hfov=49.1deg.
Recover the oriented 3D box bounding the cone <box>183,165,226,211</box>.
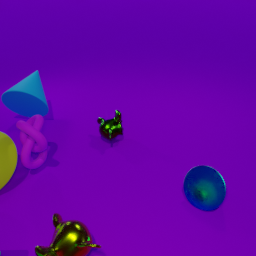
[{"bbox_3d":[1.851,1.275,6.178,0.928,0.928,0.932,25,11,36],"label":"cone"}]

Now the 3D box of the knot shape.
[{"bbox_3d":[-2.267,0.366,6.705,0.617,1.250,1.336,-7,13,-18],"label":"knot shape"}]

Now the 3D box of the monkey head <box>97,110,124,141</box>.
[{"bbox_3d":[-0.497,-0.091,8.033,0.686,0.818,1.138,-9,33,-22],"label":"monkey head"}]

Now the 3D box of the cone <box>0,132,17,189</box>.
[{"bbox_3d":[-3.365,0.497,5.641,1.589,1.595,1.589,-2,68,6],"label":"cone"}]

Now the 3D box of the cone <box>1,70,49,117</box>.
[{"bbox_3d":[-3.153,-1.335,9.159,1.448,1.448,1.454,4,60,6],"label":"cone"}]

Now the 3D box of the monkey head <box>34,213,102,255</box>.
[{"bbox_3d":[-1.016,1.822,4.513,1.174,0.844,0.707,18,78,39],"label":"monkey head"}]
